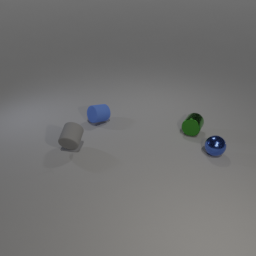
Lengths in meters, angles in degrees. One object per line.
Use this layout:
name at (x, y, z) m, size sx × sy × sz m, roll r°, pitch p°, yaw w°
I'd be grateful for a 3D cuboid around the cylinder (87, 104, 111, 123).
cylinder at (-1.189, -0.594, 11.354) m, size 0.700 × 0.700 × 0.700 m, roll -12°, pitch 29°, yaw -43°

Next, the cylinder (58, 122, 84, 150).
cylinder at (-1.933, 0.273, 9.530) m, size 0.700 × 0.700 × 0.700 m, roll 5°, pitch 52°, yaw 9°

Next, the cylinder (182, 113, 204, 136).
cylinder at (2.466, -0.140, 10.639) m, size 0.700 × 0.700 × 0.700 m, roll 13°, pitch 28°, yaw 22°

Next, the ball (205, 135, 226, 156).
ball at (2.933, 0.597, 9.398) m, size 0.700 × 0.700 × 0.700 m, roll 0°, pitch 30°, yaw 0°
